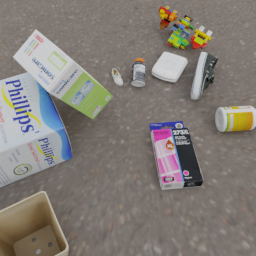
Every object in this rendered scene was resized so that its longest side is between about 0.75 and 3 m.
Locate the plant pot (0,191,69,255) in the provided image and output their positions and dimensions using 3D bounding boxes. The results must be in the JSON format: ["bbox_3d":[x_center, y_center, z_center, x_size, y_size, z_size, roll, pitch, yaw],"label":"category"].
[{"bbox_3d":[-2.204,2.618,6.343,1.499,1.329,1.501,-24,56,-18],"label":"plant pot"}]

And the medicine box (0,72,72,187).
[{"bbox_3d":[-3.564,0.037,8.251,2.996,1.542,2.729,-22,55,-16],"label":"medicine box"}]

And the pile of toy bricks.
[{"bbox_3d":[2.140,-3.919,11.821,2.463,1.367,1.216,33,86,5],"label":"pile of toy bricks"}]

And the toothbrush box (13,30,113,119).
[{"bbox_3d":[-1.727,-1.406,7.938,1.716,2.357,1.015,42,94,26],"label":"toothbrush box"}]

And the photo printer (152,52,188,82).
[{"bbox_3d":[1.586,-2.322,10.831,1.082,0.452,1.301,22,55,15],"label":"photo printer"}]

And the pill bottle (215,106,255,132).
[{"bbox_3d":[3.628,-0.308,9.012,1.417,0.787,0.787,-3,52,-3],"label":"pill bottle"}]

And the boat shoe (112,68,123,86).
[{"bbox_3d":[-0.412,-1.954,10.642,0.297,0.293,0.839,-15,53,-12],"label":"boat shoe"}]

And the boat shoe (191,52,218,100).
[{"bbox_3d":[2.840,-1.962,10.307,0.717,0.869,2.532,14,51,11],"label":"boat shoe"}]

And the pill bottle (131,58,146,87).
[{"bbox_3d":[0.397,-2.063,10.327,0.526,0.526,0.990,3,74,3],"label":"pill bottle"}]

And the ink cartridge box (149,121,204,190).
[{"bbox_3d":[1.388,0.654,8.508,1.165,0.456,2.461,-4,49,-3],"label":"ink cartridge box"}]
